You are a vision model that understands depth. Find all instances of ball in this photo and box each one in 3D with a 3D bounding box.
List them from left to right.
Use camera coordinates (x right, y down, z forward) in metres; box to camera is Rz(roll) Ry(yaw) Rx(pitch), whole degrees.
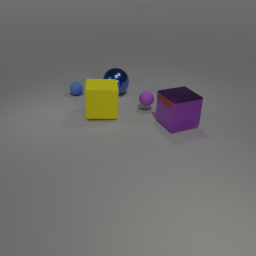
[{"bbox_3d":[-2.737,-2.083,14.818,0.700,0.700,0.700,0,30,0],"label":"ball"},{"bbox_3d":[-0.639,-2.456,14.765,1.400,1.400,1.400,0,30,0],"label":"ball"},{"bbox_3d":[0.870,-1.379,13.137,0.700,0.700,0.700,0,30,0],"label":"ball"}]

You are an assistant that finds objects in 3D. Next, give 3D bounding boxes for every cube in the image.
[{"bbox_3d":[-1.189,-1.331,12.677,1.400,1.400,1.400,0,28,-6],"label":"cube"},{"bbox_3d":[2.136,-0.815,11.910,1.400,1.400,1.400,-12,32,-20],"label":"cube"}]

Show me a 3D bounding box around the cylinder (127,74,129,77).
[{"bbox_3d":[-0.441,-2.872,15.981,0.700,0.700,0.700,11,22,-32],"label":"cylinder"}]
